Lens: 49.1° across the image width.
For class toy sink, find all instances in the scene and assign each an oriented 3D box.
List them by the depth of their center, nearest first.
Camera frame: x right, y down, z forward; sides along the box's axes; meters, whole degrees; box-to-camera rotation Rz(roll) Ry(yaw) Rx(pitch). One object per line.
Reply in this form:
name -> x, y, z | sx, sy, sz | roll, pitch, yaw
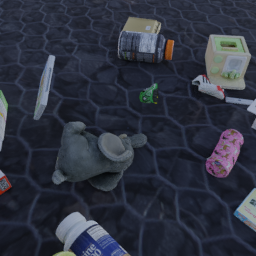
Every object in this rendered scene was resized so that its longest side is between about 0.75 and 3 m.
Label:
toy sink -> 4.428, -3.022, 12.504 | 1.565, 1.345, 2.401 | 5, 48, 5

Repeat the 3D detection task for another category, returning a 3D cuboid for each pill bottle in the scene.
pill bottle -> -0.897, 3.082, 7.063 | 1.980, 1.099, 1.099 | 35, 56, 28
pill bottle -> 0.876, -3.795, 13.240 | 2.513, 1.335, 1.335 | 9, 48, 7

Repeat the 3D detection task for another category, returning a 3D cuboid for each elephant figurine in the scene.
elephant figurine -> -0.669, 0.862, 8.755 | 2.878, 2.036, 2.233 | 12, 76, -10

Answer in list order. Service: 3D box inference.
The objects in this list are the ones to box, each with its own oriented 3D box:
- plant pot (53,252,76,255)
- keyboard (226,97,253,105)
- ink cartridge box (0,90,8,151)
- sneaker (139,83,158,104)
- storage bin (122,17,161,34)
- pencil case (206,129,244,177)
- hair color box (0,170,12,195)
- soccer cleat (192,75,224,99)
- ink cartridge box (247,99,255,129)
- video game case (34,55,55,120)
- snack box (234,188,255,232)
plant pot -> -2.570, 3.926, 5.462 | 2.649, 2.881, 2.881 | -4, 46, 13
keyboard -> 4.640, -1.115, 11.649 | 1.113, 0.059, 0.313 | 9, 43, 8
ink cartridge box -> -5.372, -0.223, 10.269 | 1.473, 0.846, 2.514 | -9, 48, -8
sneaker -> 0.783, -1.294, 10.363 | 0.689, 0.631, 1.617 | 0, 14, 9
storage bin -> 0.658, -4.888, 14.579 | 1.797, 0.848, 1.810 | 11, 48, 9
pencil case -> 3.272, 0.816, 9.419 | 0.736, 0.770, 1.779 | -4, 35, 46
hair color box -> -4.892, 1.994, 8.323 | 1.195, 0.721, 2.355 | 33, 55, 27
soccer cleat -> 3.391, -1.672, 11.857 | 0.706, 0.569, 1.658 | -27, 50, -9
ink cartridge box -> 5.526, -0.267, 10.418 | 2.070, 0.691, 1.199 | 34, 56, 27
video game case -> -3.031, -1.381, 10.056 | 0.219, 1.982, 1.804 | 12, 73, -22
snack box -> 4.108, 2.665, 7.966 | 1.053, 0.336, 1.813 | -35, 56, -28
